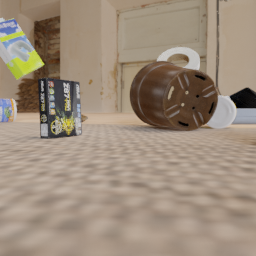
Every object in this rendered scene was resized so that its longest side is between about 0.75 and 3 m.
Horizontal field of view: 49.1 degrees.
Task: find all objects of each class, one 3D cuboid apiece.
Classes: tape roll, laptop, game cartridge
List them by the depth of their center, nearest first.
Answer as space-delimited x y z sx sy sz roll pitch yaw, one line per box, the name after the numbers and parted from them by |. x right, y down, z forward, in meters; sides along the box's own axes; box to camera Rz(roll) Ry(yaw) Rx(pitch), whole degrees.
1.450 -1.869 8.124 1.249 1.249 0.228 1 -36 14 | tape roll
3.913 -0.457 10.182 1.990 0.604 2.985 3 3 -3 | game cartridge
4.902 -0.676 10.657 1.773 1.033 2.001 26 -27 -18 | laptop

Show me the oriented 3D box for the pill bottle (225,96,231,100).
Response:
3.614 -1.032 11.239 0.497 0.497 0.887 -3 5 -38 | pill bottle

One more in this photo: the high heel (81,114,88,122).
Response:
-1.820 -0.386 9.396 0.882 0.442 1.237 -7 -5 -4 | high heel

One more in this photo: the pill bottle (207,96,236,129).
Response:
2.405 -0.422 7.321 0.813 0.813 1.462 2 5 22 | pill bottle

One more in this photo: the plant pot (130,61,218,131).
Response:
1.103 -0.727 6.704 1.751 1.751 1.733 -1 12 -16 | plant pot

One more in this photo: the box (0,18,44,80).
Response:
-3.585 -2.569 8.738 0.450 1.888 1.151 -21 19 30 | box

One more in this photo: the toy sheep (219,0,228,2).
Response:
2.712 -3.925 7.761 1.244 0.858 0.858 6 5 13 | toy sheep

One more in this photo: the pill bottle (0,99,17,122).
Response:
-4.979 -0.635 10.264 1.551 0.869 0.869 -4 5 -34 | pill bottle

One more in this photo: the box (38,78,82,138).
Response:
-1.134 -0.327 4.734 0.237 0.964 0.777 -1 2 31 | box
